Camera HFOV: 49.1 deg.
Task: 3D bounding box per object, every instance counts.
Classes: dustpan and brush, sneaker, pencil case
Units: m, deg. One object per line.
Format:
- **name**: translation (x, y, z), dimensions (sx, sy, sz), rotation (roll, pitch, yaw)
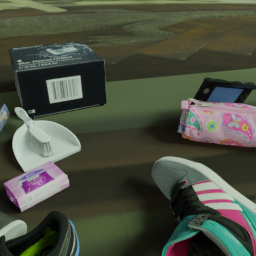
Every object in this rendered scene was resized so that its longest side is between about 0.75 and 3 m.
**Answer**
- **dustpan and brush**: translation (-2.631, 0.105, 7.884), dimensions (1.672, 0.685, 2.395), rotation (-23, 38, -33)
- **sneaker**: translation (-1.895, 2.220, 3.912), dimensions (1.030, 1.204, 2.905), rotation (19, 36, 31)
- **sneaker**: translation (1.092, 1.628, 4.978), dimensions (1.779, 1.232, 2.946), rotation (-14, 34, -39)
- **pencil case**: translation (2.852, -0.145, 7.784), dimensions (2.839, 1.241, 1.241), rotation (8, 32, 10)
- **sneaker**: translation (-2.834, 2.075, 4.712), dimensions (0.992, 0.707, 2.000), rotation (18, 30, 30)

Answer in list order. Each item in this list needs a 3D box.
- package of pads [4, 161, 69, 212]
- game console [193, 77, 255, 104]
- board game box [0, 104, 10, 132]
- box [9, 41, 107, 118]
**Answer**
- **package of pads**: translation (-2.001, 1.259, 6.208), dimensions (1.215, 0.460, 0.732), rotation (-26, 40, -36)
- **game console**: translation (3.203, -0.871, 8.427), dimensions (1.995, 1.754, 1.161), rotation (2, 44, -24)
- **board game box**: translation (-4.356, 0.224, 7.532), dimensions (1.629, 0.416, 2.405), rotation (-10, 34, 2)
- **box**: translation (-2.620, -1.917, 10.238), dimensions (2.877, 1.718, 2.925), rotation (-13, 32, -21)
